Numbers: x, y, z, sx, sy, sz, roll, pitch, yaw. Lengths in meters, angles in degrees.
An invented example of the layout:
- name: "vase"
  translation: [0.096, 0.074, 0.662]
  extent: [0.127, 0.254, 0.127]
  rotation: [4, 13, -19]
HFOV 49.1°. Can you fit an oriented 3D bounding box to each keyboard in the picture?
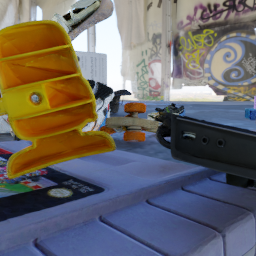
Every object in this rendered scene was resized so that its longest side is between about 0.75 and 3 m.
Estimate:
- name: "keyboard"
  translation: [1.320, 0.224, 2.169]
  extent: [2.878, 0.296, 1.829]
  rotation: [9, 6, -43]

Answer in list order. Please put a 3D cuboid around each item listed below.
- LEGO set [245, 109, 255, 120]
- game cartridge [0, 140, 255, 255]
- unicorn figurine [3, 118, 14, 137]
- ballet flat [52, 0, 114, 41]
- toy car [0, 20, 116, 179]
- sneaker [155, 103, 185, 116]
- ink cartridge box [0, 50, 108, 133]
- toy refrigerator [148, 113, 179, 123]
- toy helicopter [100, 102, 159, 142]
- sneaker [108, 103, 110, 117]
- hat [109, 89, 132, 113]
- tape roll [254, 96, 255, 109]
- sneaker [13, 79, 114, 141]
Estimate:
- name: "LEGO set"
  translation: [2.186, 0.042, 3.963]
  extent: [0.755, 0.702, 1.840]
  rotation: [1, 8, 9]
- name: "game cartridge"
  translation: [-0.555, 0.404, 1.961]
  extent: [1.715, 0.508, 2.645]
  rotation: [0, 5, -43]
- name: "unicorn figurine"
  translation: [-1.750, 0.040, 5.486]
  extent: [0.818, 0.440, 1.191]
  rotation: [-10, -8, 2]
- name: "ballet flat"
  translation: [-1.492, -2.862, 7.431]
  extent: [2.342, 0.797, 0.788]
  rotation: [-32, -19, 6]
- name: "toy car"
  translation: [-1.573, -0.152, 2.091]
  extent: [2.965, 0.987, 1.454]
  rotation: [-12, 10, 6]
- name: "sneaker"
  translation: [1.744, -0.759, 11.544]
  extent: [1.320, 0.547, 0.468]
  rotation: [5, 6, 33]
- name: "ink cartridge box"
  translation: [-1.909, -0.931, 6.912]
  extent: [2.670, 1.931, 1.124]
  rotation: [-4, 8, -33]
- name: "toy refrigerator"
  translation: [1.091, -0.320, 8.734]
  extent: [0.909, 0.318, 0.345]
  rotation: [-2, 7, -12]
- name: "toy helicopter"
  translation: [0.209, -0.017, 5.628]
  extent: [1.118, 0.667, 1.690]
  rotation: [-5, -9, 40]
- name: "sneaker"
  translation: [-1.871, -0.794, 8.857]
  extent: [2.874, 1.220, 1.107]
  rotation: [-5, 8, -39]
- name: "hat"
  translation: [-0.961, -1.178, 13.226]
  extent: [2.622, 1.058, 2.622]
  rotation: [-4, 14, 1]
- name: "tape roll"
  translation: [5.820, -0.788, 10.541]
  extent: [1.984, 0.843, 1.984]
  rotation: [-1, 7, 0]
- name: "sneaker"
  translation: [-0.891, -0.015, 4.513]
  extent: [0.889, 0.965, 2.412]
  rotation: [23, 28, 11]
